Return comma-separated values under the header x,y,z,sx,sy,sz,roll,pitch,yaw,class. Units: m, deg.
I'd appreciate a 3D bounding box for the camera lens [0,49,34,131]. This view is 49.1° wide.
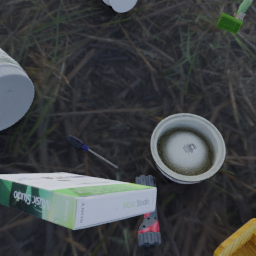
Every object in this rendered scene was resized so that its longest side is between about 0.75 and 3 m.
x,y,z,sx,sy,sz,roll,pitch,yaw,class
-4.498,-1.491,8.335,2.807,2.246,2.246,39,69,18,camera lens

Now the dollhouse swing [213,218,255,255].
x,y,z,sx,sy,sz,roll,pitch,yaw,class
2.765,3.076,6.455,1.508,1.326,1.371,-30,66,-16,dollhouse swing

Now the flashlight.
x,y,z,sx,sy,sz,roll,pitch,yaw,class
0.475,2.144,7.378,0.604,0.602,1.777,-19,58,22,flashlight

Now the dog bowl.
x,y,z,sx,sy,sz,roll,pitch,yaw,class
1.647,0.658,8.049,2.096,0.773,2.096,0,61,0,dog bowl

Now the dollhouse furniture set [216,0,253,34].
x,y,z,sx,sy,sz,roll,pitch,yaw,class
3.015,-3.287,7.894,0.597,0.773,1.547,26,60,6,dollhouse furniture set

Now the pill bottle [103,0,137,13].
x,y,z,sx,sy,sz,roll,pitch,yaw,class
-0.635,-5.865,11.122,1.464,1.464,2.592,-22,65,-11,pill bottle

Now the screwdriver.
x,y,z,sx,sy,sz,roll,pitch,yaw,class
-1.063,0.733,8.338,1.863,0.271,0.260,31,67,12,screwdriver

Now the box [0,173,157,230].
x,y,z,sx,sy,sz,roll,pitch,yaw,class
-1.146,1.220,5.270,2.769,1.998,0.503,-1,83,39,box
